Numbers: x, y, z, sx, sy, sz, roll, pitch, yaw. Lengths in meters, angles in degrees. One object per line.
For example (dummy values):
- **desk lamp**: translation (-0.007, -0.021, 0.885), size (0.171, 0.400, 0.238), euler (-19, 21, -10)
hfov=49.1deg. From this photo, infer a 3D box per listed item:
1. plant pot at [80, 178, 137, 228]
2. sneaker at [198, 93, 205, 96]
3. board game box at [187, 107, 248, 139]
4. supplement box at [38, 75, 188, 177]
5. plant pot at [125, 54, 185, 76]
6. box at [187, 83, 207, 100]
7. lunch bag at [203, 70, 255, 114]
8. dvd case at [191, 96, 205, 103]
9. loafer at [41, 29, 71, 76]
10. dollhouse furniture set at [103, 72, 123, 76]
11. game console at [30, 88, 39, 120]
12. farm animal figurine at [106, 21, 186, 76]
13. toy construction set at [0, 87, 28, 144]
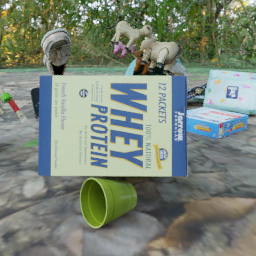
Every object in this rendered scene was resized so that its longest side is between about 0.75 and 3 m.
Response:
- **plant pot**: translation (-0.301, 1.279, 5.032), size (0.808, 0.839, 0.839), euler (1, 11, -41)
- **sneaker**: translation (4.823, -2.261, 17.924), size (1.762, 0.657, 0.768), euler (-10, 14, -34)
- **board game box**: translation (3.130, -0.254, 10.753), size (2.009, 0.573, 2.052), euler (-12, 19, -38)
- **supplement box**: translation (-0.246, 0.017, 6.162), size (2.680, 1.799, 2.677), euler (0, -3, 0)
- **plant pot**: translation (1.156, -2.529, 14.879), size (2.933, 2.933, 2.353), euler (-6, 10, -19)
- **box**: translation (3.411, -1.891, 15.499), size (1.921, 0.481, 1.935), euler (-22, 5, 27)
- **lunch bag**: translation (5.038, -1.643, 13.628), size (2.499, 1.789, 2.934), euler (9, 33, 18)
- **dvd case**: translation (5.167, -1.695, 16.544), size (2.303, 0.254, 1.681), euler (-8, 18, -25)
- **loafer**: translation (-2.356, -2.415, 9.583), size (0.989, 0.865, 2.751), euler (-21, -1, -19)
- **dollhouse furniture set**: translation (-1.285, -1.926, 16.040), size (2.265, 1.716, 2.584), euler (-13, -2, -38)
- **game console**: translation (-2.848, -1.069, 12.341), size (2.356, 2.031, 1.398), euler (-9, -9, -31)
- **farm animal figurine**: translation (0.934, -3.353, 11.753), size (2.939, 1.550, 2.972), euler (23, -5, 26)
- **toy construction set**: translation (-4.027, 0.094, 8.031), size (2.426, 1.864, 2.023), euler (-33, -12, -35)
